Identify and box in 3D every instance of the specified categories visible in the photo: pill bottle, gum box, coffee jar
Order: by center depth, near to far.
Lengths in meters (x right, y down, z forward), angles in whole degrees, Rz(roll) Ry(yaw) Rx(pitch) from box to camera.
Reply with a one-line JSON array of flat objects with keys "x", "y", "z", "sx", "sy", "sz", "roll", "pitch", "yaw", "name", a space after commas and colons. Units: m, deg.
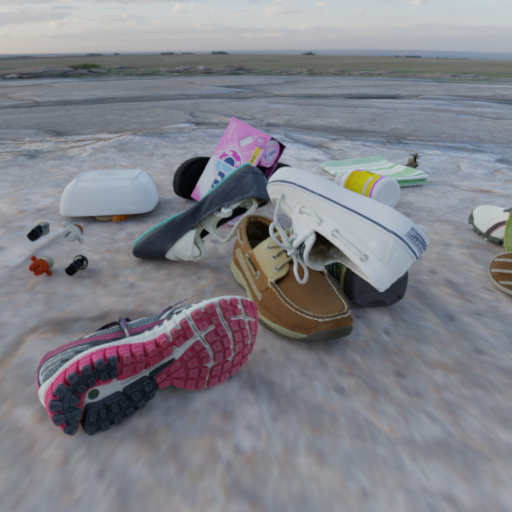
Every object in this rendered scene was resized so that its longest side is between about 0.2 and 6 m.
[{"x": 1.605, "y": 0.121, "z": 8.761, "sx": 0.955, "sy": 0.781, "sz": 1.831, "roll": 1, "pitch": 21, "yaw": -12, "name": "coffee jar"}, {"x": -0.396, "y": -1.673, "z": 11.458, "sx": 1.117, "sy": 1.968, "sz": 0.651, "roll": 35, "pitch": 11, "yaw": 32, "name": "gum box"}, {"x": 2.476, "y": -1.541, "z": 12.788, "sx": 0.790, "sy": 0.790, "sz": 1.515, "roll": -14, "pitch": 26, "yaw": -31, "name": "pill bottle"}]

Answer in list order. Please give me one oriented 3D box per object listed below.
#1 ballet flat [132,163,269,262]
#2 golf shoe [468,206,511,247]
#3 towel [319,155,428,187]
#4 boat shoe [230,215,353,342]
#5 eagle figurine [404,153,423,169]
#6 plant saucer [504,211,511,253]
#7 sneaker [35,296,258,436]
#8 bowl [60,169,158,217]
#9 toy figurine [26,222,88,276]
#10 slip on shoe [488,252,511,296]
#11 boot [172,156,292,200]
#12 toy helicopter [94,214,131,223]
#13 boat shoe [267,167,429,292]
[{"x": -0.901, "y": -0.489, "z": 9.475, "sx": 2.689, "sy": 0.982, "sz": 0.982, "roll": -34, "pitch": 20, "yaw": 10, "name": "ballet flat"}, {"x": 5.038, "y": -0.648, "z": 10.198, "sx": 1.024, "sy": 1.168, "sz": 2.652, "roll": -11, "pitch": 23, "yaw": -22, "name": "golf shoe"}, {"x": 3.147, "y": -2.302, "z": 15.215, "sx": 2.006, "sy": 0.308, "sz": 2.630, "roll": -8, "pitch": 24, "yaw": -15, "name": "towel"}, {"x": 0.350, "y": 0.197, "z": 8.141, "sx": 1.141, "sy": 1.113, "sz": 3.015, "roll": -10, "pitch": 24, "yaw": -22, "name": "boat shoe"}, {"x": 4.294, "y": -2.563, "z": 15.644, "sx": 0.534, "sy": 0.704, "sz": 0.531, "roll": 16, "pitch": 39, "yaw": -11, "name": "eagle figurine"}, {"x": 4.863, "y": -0.373, "z": 9.155, "sx": 0.247, "sy": 1.592, "sz": 1.592, "roll": 11, "pitch": 13, "yaw": -36, "name": "plant saucer"}, {"x": -1.130, "y": 0.990, "z": 6.321, "sx": 2.637, "sy": 1.063, "sz": 0.985, "roll": -15, "pitch": 24, "yaw": -30, "name": "sneaker"}, {"x": -3.234, "y": -1.465, "z": 12.471, "sx": 2.036, "sy": 0.760, "sz": 2.033, "roll": -1, "pitch": 18, "yaw": -4, "name": "bowl"}, {"x": -3.258, "y": -0.121, "z": 9.224, "sx": 0.917, "sy": 0.903, "sz": 0.638, "roll": -2, "pitch": 13, "yaw": 1, "name": "toy figurine"}, {"x": 4.487, "y": 0.430, "z": 8.354, "sx": 1.961, "sy": 0.745, "sz": 0.594, "roll": 10, "pitch": -18, "yaw": 43, "name": "slip on shoe"}, {"x": -0.444, "y": -1.776, "z": 13.111, "sx": 1.936, "sy": 0.974, "sz": 2.590, "roll": 21, "pitch": 30, "yaw": 40, "name": "boot"}, {"x": -2.888, "y": -1.065, "z": 12.018, "sx": 1.209, "sy": 0.477, "sz": 0.800, "roll": -25, "pitch": 54, "yaw": -24, "name": "toy helicopter"}, {"x": 0.802, "y": -0.237, "z": 7.265, "sx": 1.224, "sy": 1.061, "sz": 2.871, "roll": -51, "pitch": 40, "yaw": -4, "name": "boat shoe"}]
